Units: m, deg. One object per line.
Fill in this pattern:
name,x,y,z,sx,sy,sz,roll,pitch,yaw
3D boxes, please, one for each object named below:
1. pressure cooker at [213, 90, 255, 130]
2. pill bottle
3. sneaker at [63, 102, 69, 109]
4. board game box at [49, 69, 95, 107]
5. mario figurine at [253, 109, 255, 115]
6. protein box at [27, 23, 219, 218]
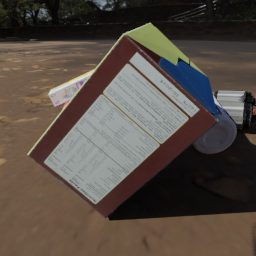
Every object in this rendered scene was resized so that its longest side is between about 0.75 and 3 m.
pressure cooker,3.676,-0.600,9.564,1.517,1.355,1.334,5,11,23
pill bottle,2.266,-0.354,8.498,1.251,1.251,2.255,-2,33,-4
sneaker,-1.674,-0.409,9.167,1.090,1.282,2.957,-6,22,-15
board game box,-1.441,-1.655,9.934,2.709,0.464,1.821,-27,17,-7
mario figurine,4.408,-0.652,10.830,0.970,0.514,0.599,-3,22,-3
protein box,0.034,-0.328,5.892,1.949,2.889,2.868,41,25,-7
